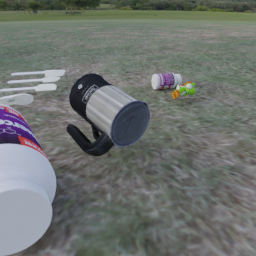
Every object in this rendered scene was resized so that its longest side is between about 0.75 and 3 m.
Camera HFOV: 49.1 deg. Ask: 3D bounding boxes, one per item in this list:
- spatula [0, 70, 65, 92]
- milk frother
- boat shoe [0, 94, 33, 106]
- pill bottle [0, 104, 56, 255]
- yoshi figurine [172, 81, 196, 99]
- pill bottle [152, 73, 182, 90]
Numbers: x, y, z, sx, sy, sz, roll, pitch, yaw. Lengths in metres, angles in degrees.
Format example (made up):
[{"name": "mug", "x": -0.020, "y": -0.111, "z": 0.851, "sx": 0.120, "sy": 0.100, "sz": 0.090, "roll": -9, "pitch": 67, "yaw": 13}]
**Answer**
[{"name": "spatula", "x": -3.810, "y": -1.897, "z": 11.280, "sx": 2.334, "sy": 0.187, "sz": 1.623, "roll": -3, "pitch": 44, "yaw": 8}, {"name": "milk frother", "x": -0.330, "y": -0.149, "z": 6.731, "sx": 1.851, "sy": 1.671, "sz": 1.741, "roll": 14, "pitch": 18, "yaw": -47}, {"name": "boat shoe", "x": -3.891, "y": -0.985, "z": 9.730, "sx": 1.155, "sy": 0.416, "sz": 0.396, "roll": -15, "pitch": 29, "yaw": -11}, {"name": "pill bottle", "x": -2.314, "y": 0.736, "z": 5.005, "sx": 1.668, "sy": 1.668, "sz": 2.966, "roll": -14, "pitch": 30, "yaw": -27}, {"name": "yoshi figurine", "x": 2.213, "y": -1.379, "z": 10.710, "sx": 0.985, "sy": 0.552, "sz": 0.554, "roll": -27, "pitch": 44, "yaw": -17}, {"name": "pill bottle", "x": 1.653, "y": -2.002, "z": 11.922, "sx": 1.179, "sy": 0.662, "sz": 0.662, "roll": -8, "pitch": 27, "yaw": -15}]
